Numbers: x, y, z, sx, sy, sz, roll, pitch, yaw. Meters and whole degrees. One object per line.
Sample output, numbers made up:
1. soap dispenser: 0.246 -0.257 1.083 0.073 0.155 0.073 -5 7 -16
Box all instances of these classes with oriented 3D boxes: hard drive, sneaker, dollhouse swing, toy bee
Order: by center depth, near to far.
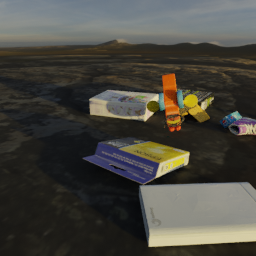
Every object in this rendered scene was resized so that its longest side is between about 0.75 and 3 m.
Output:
1. hard drive: 1.488 1.576 5.417 2.407 0.321 1.588 -2 19 -3
2. sneaker: 4.273 0.063 9.476 0.984 0.626 1.726 -16 13 -35
3. toy bee: 1.453 -0.624 9.820 1.690 1.403 2.581 10 51 25
4. dollhouse swing: 2.599 -0.508 11.689 1.076 1.040 1.184 40 15 -11

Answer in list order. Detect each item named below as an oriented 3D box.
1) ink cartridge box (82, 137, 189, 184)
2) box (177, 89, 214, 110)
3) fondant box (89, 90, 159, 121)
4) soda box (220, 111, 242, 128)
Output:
1. ink cartridge box: 0.233 0.715 7.322 2.004 0.477 2.028 16 13 36
2. box: 2.943 -1.372 13.690 1.977 0.546 2.467 10 21 27
3. fondant box: -0.141 -1.054 12.387 2.587 0.753 1.866 7 22 22
4. soda box: 3.891 -0.325 10.576 1.007 0.342 0.323 -19 68 -43
